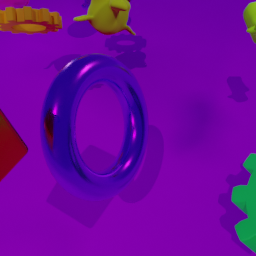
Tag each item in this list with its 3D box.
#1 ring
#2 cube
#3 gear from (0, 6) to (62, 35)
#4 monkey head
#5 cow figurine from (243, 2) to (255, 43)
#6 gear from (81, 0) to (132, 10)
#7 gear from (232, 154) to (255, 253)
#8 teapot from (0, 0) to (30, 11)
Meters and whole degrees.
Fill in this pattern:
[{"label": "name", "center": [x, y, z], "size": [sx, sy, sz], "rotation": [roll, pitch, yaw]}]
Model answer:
[{"label": "ring", "center": [-0.331, -0.006, 3.808], "size": [0.394, 1.968, 1.968], "rotation": [1, 44, 36]}, {"label": "cube", "center": [-1.752, 0.061, 2.101], "size": [1.174, 1.174, 1.174], "rotation": [24, 59, 23]}, {"label": "gear", "center": [-1.964, -2.101, 5.550], "size": [1.259, 0.233, 1.259], "rotation": [-3, 8, 0]}, {"label": "monkey head", "center": [-0.415, -2.644, 6.608], "size": [1.593, 0.960, 1.146], "rotation": [6, 29, -22]}, {"label": "cow figurine", "center": [2.415, -1.946, 5.116], "size": [0.563, 1.009, 1.025], "rotation": [-26, 68, 26]}, {"label": "gear", "center": [-0.586, -3.484, 7.366], "size": [1.382, 1.382, 0.256], "rotation": [7, 37, 6]}, {"label": "gear", "center": [2.170, 0.734, 2.985], "size": [2.072, 0.383, 2.072], "rotation": [-37, 28, 23]}, {"label": "teapot", "center": [-2.534, -2.794, 5.834], "size": [1.635, 0.801, 1.017], "rotation": [-9, 7, 34]}]
